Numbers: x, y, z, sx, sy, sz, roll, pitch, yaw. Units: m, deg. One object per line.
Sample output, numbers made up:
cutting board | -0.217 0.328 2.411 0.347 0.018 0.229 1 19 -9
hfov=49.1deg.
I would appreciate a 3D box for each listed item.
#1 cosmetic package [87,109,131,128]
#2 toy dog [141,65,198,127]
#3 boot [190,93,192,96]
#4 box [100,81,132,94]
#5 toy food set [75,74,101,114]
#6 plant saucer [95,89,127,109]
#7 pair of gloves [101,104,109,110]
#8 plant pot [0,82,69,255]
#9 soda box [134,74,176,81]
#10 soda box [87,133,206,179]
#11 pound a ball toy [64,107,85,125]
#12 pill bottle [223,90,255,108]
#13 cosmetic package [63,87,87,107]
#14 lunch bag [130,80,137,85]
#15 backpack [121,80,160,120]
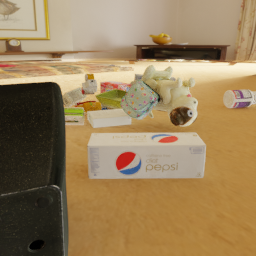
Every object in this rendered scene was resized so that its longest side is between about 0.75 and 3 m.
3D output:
cosmetic package | -0.789 -0.423 11.565 1.586 0.410 1.196 -6 17 -17
toy dog | 1.603 -1.035 10.688 1.660 2.307 2.379 2 34 -49
boot | 2.947 -2.053 16.445 0.923 0.646 1.722 -5 26 -28
box | -0.725 -2.230 16.453 1.822 0.862 0.935 17 24 42
toy food set | -2.014 -1.481 13.044 1.127 1.196 2.505 -4 52 -15
plant saucer | -0.141 -1.317 13.826 2.255 0.541 2.258 15 20 21
pair of gloves | -0.946 -1.063 13.926 1.777 0.202 1.428 -4 18 -15
plant pot | -2.034 0.969 4.107 2.606 2.612 2.317 -7 29 -23
soda box | 1.732 -2.978 18.407 2.672 0.912 0.848 5 17 -4
soda box | 0.451 0.687 7.270 2.904 0.925 0.989 0 18 -1
pound a ball toy | -2.528 -0.289 11.092 1.506 0.640 0.982 0 43 -1
pill bottle | 5.728 -1.488 14.127 1.582 0.881 0.881 -4 18 -14
cosmetic package | -2.741 -1.548 14.140 0.538 0.637 1.232 -35 0 36
lunch bag | 1.096 -2.365 16.554 1.841 1.082 1.509 1 17 -14
backpack | 0.388 -0.962 10.181 1.136 1.292 0.991 44 15 13
